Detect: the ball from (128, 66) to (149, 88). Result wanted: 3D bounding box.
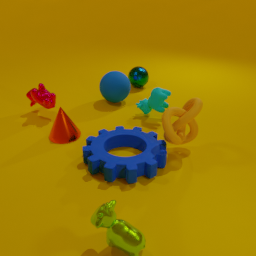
[{"bbox_3d":[0.429,-2.089,11.479,0.861,0.861,0.861,0,29,0],"label":"ball"}]

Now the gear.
[{"bbox_3d":[-0.075,0.593,7.111,2.084,0.385,2.084,0,27,0],"label":"gear"}]

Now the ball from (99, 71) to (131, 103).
[{"bbox_3d":[-0.467,-1.480,10.082,1.124,1.124,1.124,0,29,0],"label":"ball"}]

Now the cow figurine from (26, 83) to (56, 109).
[{"bbox_3d":[-2.812,-0.950,9.140,1.139,1.121,0.625,37,63,9],"label":"cow figurine"}]

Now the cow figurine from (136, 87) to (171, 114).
[{"bbox_3d":[0.786,-0.884,8.993,1.054,1.071,0.588,24,43,21],"label":"cow figurine"}]

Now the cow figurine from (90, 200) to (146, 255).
[{"bbox_3d":[-0.141,1.664,4.589,0.974,0.959,0.535,24,53,23],"label":"cow figurine"}]

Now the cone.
[{"bbox_3d":[-1.860,-0.194,7.980,0.931,0.935,0.931,-1,32,1],"label":"cone"}]

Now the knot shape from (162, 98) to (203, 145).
[{"bbox_3d":[1.367,-0.038,7.155,0.658,1.332,1.423,32,59,30],"label":"knot shape"}]
